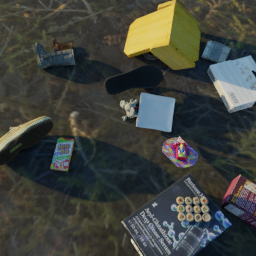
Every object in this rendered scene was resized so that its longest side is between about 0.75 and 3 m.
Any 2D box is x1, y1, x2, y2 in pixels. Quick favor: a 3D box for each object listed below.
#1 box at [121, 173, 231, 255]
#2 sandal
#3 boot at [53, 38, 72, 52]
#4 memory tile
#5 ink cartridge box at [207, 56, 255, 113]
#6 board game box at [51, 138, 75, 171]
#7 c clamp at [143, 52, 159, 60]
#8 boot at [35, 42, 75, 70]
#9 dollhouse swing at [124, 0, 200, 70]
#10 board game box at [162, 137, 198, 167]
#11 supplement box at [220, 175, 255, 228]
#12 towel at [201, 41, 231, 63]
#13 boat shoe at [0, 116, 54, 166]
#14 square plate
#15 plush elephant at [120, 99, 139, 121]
[{"bbox_3d":[1.443,3.128,8.883,2.692,1.441,1.998,-32,67,-16],"label":"box"},{"bbox_3d":[0.221,-2.055,11.799,2.592,0.620,0.974,-13,103,-11],"label":"sandal"},{"bbox_3d":[-3.057,-3.911,13.109,0.856,0.293,0.806,-11,63,-7],"label":"boot"},{"bbox_3d":[1.955,2.431,8.382,0.968,0.081,0.742,1,63,0],"label":"memory tile"},{"bbox_3d":[4.801,-1.927,11.989,1.979,0.497,2.281,-15,64,-8],"label":"ink cartridge box"},{"bbox_3d":[-2.483,0.968,10.704,0.634,0.199,1.328,6,61,2],"label":"board game box"},{"bbox_3d":[1.329,-3.868,13.121,1.428,0.226,1.671,-2,63,-1],"label":"c clamp"},{"bbox_3d":[-3.287,-3.366,12.665,1.627,0.590,1.479,-16,78,0],"label":"boot"},{"bbox_3d":[1.607,-3.992,13.044,2.477,2.396,2.726,29,58,-32],"label":"dollhouse swing"},{"bbox_3d":[1.957,0.827,10.398,1.077,0.265,1.363,-29,60,-30],"label":"board game box"},{"bbox_3d":[4.337,2.643,9.458,1.990,0.852,1.098,31,67,15],"label":"supplement box"},{"bbox_3d":[4.101,-3.520,12.960,1.112,0.199,1.155,24,65,12],"label":"towel"},{"bbox_3d":[-4.168,0.256,10.691,2.655,0.951,1.011,-35,56,-16],"label":"boat shoe"},{"bbox_3d":[1.112,-0.618,11.264,1.427,0.203,1.414,10,80,-4],"label":"square plate"},{"bbox_3d":[0.148,-0.813,11.242,1.040,0.805,0.857,-40,70,-18],"label":"plush elephant"}]
